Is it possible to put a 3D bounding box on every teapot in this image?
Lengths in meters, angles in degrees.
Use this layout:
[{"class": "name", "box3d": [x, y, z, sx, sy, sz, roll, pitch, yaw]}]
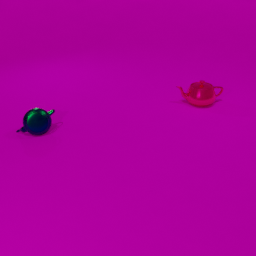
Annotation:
[{"class": "teapot", "box3d": [-2.288, -0.157, 6.951, 1.096, 0.682, 0.537, -33, 22, -11]}, {"class": "teapot", "box3d": [2.142, -1.080, 8.400, 1.440, 0.705, 0.896, -3, 29, -2]}]
